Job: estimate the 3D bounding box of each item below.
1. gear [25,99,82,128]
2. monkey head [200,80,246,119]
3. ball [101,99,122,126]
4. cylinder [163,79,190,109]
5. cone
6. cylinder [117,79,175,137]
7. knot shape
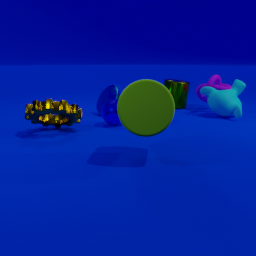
[{"bbox_3d":[-2.076,-0.382,7.866,1.541,0.285,1.541,-2,-17,-1],"label":"gear"},{"bbox_3d":[3.534,-1.084,9.974,1.094,1.306,1.816,-7,40,-42],"label":"monkey head"},{"bbox_3d":[-0.421,-0.484,8.796,0.820,0.820,0.820,0,14,0],"label":"ball"},{"bbox_3d":[2.021,-1.472,11.944,1.102,1.102,1.102,5,16,-2],"label":"cylinder"},{"bbox_3d":[-0.375,-0.836,10.548,1.165,1.161,1.161,29,-5,-36],"label":"cone"},{"bbox_3d":[0.348,-0.390,5.737,1.080,1.080,1.080,0,2,1],"label":"cylinder"},{"bbox_3d":[3.322,-1.508,11.178,1.362,0.629,1.274,6,-27,-37],"label":"knot shape"}]
